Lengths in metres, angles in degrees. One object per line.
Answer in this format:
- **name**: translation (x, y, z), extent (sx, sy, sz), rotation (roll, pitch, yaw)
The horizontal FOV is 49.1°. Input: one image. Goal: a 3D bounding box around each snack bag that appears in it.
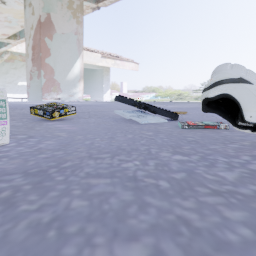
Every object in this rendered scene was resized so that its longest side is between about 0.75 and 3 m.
- **snack bag**: translation (0.413, -0.339, 8.680), extent (1.237, 0.140, 1.312), rotation (-3, 19, -44)

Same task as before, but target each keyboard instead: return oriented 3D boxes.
- **keyboard**: translation (0.632, -0.708, 9.350), extent (2.190, 0.281, 1.315), rotation (17, 9, 5)

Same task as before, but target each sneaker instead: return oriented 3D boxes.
- **sneaker**: translation (1.906, -0.114, 3.708), extent (2.060, 0.759, 0.824), rotation (28, 54, 24)

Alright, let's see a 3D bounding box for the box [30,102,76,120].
- **box**: translation (-2.558, -0.598, 9.526), extent (1.284, 0.317, 1.025), rotation (13, 20, 39)

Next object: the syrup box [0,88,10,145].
- **syrup box**: translation (-3.235, -0.208, 4.688), extent (2.425, 0.987, 0.955), rotation (2, 8, 24)

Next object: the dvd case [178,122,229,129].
- **dvd case**: translation (1.920, -0.072, 7.236), extent (1.169, 0.129, 0.853), rotation (-1, 7, 5)

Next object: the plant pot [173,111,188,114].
- **plant pot**: translation (2.301, -0.680, 12.579), extent (0.753, 0.103, 0.753), rotation (-1, 7, 0)
